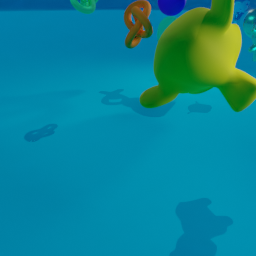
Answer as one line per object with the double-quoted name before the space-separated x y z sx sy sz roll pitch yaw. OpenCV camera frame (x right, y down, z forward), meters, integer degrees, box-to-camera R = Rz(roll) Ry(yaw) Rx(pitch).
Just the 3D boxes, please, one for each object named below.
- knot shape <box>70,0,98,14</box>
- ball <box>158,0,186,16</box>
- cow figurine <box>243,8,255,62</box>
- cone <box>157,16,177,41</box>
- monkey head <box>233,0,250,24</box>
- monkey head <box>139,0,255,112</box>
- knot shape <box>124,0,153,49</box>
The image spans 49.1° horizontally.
"knot shape" -1.153 -3.550 7.519 0.529 1.145 1.071 6 68 18
"ball" 1.538 -4.473 9.847 0.994 0.994 0.994 0 25 0
"cow figurine" 2.187 -1.559 4.414 1.257 0.701 1.278 -16 33 -15
"cone" 2.051 -3.207 9.645 1.499 1.493 1.493 -26 34 -28
"monkey head" 3.548 -3.979 9.348 0.769 0.918 1.276 27 1 17
"monkey head" 0.871 -0.721 3.201 0.982 1.630 1.172 5 43 -39
"knot shape" 0.399 -3.900 10.448 0.848 1.834 1.717 3 13 -16
